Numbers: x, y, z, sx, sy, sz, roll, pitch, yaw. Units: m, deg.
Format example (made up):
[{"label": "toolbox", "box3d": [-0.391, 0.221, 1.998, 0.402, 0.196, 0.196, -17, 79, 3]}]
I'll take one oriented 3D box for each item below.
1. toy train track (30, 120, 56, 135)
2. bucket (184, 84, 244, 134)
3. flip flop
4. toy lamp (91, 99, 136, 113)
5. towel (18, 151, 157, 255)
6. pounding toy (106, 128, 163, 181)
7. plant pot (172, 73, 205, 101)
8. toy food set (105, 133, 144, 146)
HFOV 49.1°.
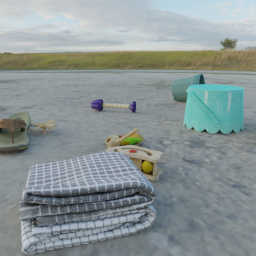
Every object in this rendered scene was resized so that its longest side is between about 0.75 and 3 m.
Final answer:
[{"label": "toy train track", "box3d": [-3.353, -0.003, 10.345, 1.862, 0.303, 1.068, 3, 21, 33]}, {"label": "bucket", "box3d": [3.322, -0.816, 10.844, 2.403, 1.564, 2.403, 0, 14, 0]}, {"label": "flip flop", "box3d": [-3.678, -0.023, 8.961, 1.147, 0.814, 2.828, -2, 26, -10]}, {"label": "toy lamp", "box3d": [-0.729, -1.090, 13.680, 2.202, 0.641, 0.641, 2, 15, 12]}, {"label": "towel", "box3d": [-0.771, 1.087, 4.915, 2.170, 0.929, 1.797, -4, 15, -15]}, {"label": "pounding toy", "box3d": [0.020, 0.563, 6.718, 1.753, 1.005, 1.002, 11, 14, 37]}, {"label": "plant pot", "box3d": [3.544, -2.261, 16.431, 1.668, 1.703, 1.703, -2, 12, 29]}, {"label": "toy food set", "box3d": [-0.123, 0.340, 8.827, 1.207, 0.351, 1.748, -1, 15, -5]}]
